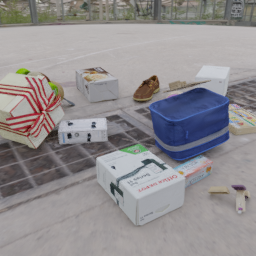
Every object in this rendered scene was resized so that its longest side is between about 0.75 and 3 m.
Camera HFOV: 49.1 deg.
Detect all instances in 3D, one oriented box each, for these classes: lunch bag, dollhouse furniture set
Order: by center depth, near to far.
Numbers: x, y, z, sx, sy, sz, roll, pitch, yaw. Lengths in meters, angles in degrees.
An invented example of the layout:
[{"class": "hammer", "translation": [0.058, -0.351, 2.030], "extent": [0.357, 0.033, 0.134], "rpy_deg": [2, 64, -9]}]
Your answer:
[{"class": "dollhouse furniture set", "translation": [2.658, 1.937, 7.389], "extent": [0.958, 0.759, 0.680], "rpy_deg": [-9, 60, 34]}, {"class": "lunch bag", "translation": [2.198, -0.133, 9.619], "extent": [2.675, 1.770, 1.817], "rpy_deg": [-19, 30, -16]}]

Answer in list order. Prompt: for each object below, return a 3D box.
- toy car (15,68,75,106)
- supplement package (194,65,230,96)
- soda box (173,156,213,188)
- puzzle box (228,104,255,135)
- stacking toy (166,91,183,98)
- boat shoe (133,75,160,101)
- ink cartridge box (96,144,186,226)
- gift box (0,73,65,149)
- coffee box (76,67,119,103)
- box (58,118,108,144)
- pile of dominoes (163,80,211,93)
[{"class": "toy car", "translation": [-3.700, -1.401, 12.860], "extent": [2.100, 2.017, 2.557], "rpy_deg": [30, 11, 26]}, {"class": "supplement package", "translation": [4.270, -2.193, 14.244], "extent": [1.426, 1.421, 2.431], "rpy_deg": [10, 27, 20]}, {"class": "soda box", "translation": [1.815, 1.314, 8.188], "extent": [1.480, 0.470, 0.506], "rpy_deg": [-17, 31, -33]}, {"class": "puzzle box", "translation": [4.568, -0.416, 11.897], "extent": [1.574, 0.301, 2.366], "rpy_deg": [-7, 27, -15]}, {"class": "stacking toy", "translation": [1.821, -0.537, 11.501], "extent": [1.099, 1.099, 2.576], "rpy_deg": [8, 33, 17]}, {"class": "boat shoe", "translation": [0.961, -2.114, 14.679], "extent": [0.947, 0.889, 2.631], "rpy_deg": [12, 29, 23]}, {"class": "ink cartridge box", "translation": [0.290, 1.405, 7.522], "extent": [1.544, 0.875, 2.106], "rpy_deg": [-16, 30, -29]}, {"class": "gift box", "translation": [-3.747, -0.696, 9.873], "extent": [2.124, 2.275, 2.099], "rpy_deg": [13, 57, 26]}, {"class": "coffee box", "translation": [-1.708, -2.362, 14.956], "extent": [1.553, 1.083, 2.716], "rpy_deg": [-11, 28, -21]}, {"class": "box", "translation": [-1.675, 0.098, 10.584], "extent": [1.783, 0.536, 1.040], "rpy_deg": [-4, 26, -8]}, {"class": "pile of dominoes", "translation": [2.052, -1.553, 9.742], "extent": [1.272, 0.260, 1.632], "rpy_deg": [-12, 3, 41]}]
